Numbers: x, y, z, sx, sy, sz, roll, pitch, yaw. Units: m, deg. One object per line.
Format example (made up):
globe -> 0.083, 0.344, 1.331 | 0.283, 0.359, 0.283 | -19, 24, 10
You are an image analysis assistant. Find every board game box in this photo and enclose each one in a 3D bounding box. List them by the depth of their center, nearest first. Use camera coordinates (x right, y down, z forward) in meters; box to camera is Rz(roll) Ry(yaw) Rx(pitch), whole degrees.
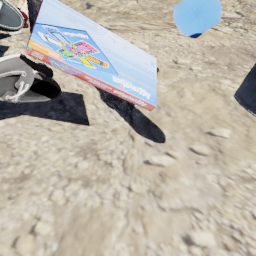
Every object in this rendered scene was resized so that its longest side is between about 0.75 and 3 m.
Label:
board game box -> -0.532, -1.431, 5.599 | 2.734, 0.266, 1.407 | 22, 54, -28
board game box -> 2.238, -3.694, 9.090 | 1.564, 1.235, 0.304 | -36, 13, 7

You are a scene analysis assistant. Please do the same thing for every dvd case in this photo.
dvd case -> -2.330, -2.923, 7.862 | 0.139, 1.292, 1.737 | -29, 55, -35

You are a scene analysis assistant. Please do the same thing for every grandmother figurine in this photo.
grandmother figurine -> -3.441, -3.702, 9.197 | 0.508, 1.018, 1.679 | 18, 69, 20

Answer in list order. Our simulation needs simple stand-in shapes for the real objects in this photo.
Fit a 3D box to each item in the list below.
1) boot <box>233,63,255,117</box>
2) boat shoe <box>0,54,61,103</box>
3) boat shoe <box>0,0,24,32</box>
boot -> 3.093, -1.036, 4.419 | 0.927, 2.555, 2.323 | 12, 27, -31
boat shoe -> -1.994, -0.881, 5.587 | 0.885, 0.755, 2.648 | -40, 4, 11
boat shoe -> -3.486, -2.942, 6.658 | 2.315, 0.875, 0.698 | 14, 11, -46
